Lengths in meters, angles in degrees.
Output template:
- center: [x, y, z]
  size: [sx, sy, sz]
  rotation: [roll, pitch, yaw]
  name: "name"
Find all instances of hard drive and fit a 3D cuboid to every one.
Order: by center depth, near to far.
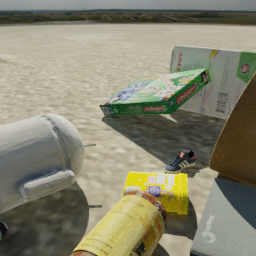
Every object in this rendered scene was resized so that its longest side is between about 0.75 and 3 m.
- center: [2.401, 1.657, 3.996]
  size: [2.678, 0.440, 1.869]
  rotation: [11, 27, 23]
  name: "hard drive"

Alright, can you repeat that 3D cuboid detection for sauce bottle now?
- center: [-0.355, 1.761, 3.350]
  size: [0.857, 0.857, 2.596]
  rotation: [13, 30, 27]
  name: "sauce bottle"

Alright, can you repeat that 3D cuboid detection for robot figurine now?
- center: [-1.883, 0.580, 5.163]
  size: [2.544, 1.437, 2.158]
  rotation: [-20, 38, -36]
  name: "robot figurine"

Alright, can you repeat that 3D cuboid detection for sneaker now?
- center: [1.142, 0.712, 6.167]
  size: [0.875, 0.370, 0.328]
  rotation: [-18, 30, -33]
  name: "sneaker"

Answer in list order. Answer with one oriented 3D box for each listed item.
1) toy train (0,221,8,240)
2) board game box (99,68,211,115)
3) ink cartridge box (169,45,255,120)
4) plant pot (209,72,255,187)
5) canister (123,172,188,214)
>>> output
- center: [-2.252, 1.668, 4.068]
  size: [0.574, 0.429, 1.007]
  rotation: [21, 27, 14]
  name: "toy train"
- center: [0.710, -1.041, 8.393]
  size: [1.960, 0.424, 2.913]
  rotation: [-37, 24, -32]
  name: "board game box"
- center: [2.720, -1.445, 8.788]
  size: [2.759, 2.005, 1.207]
  rotation: [16, 19, 33]
  name: "ink cartridge box"
- center: [3.228, 0.324, 5.072]
  size: [2.565, 2.390, 2.390]
  rotation: [29, 35, 25]
  name: "plant pot"
- center: [0.512, 1.145, 5.096]
  size: [1.102, 0.477, 0.818]
  rotation: [3, 25, 9]
  name: "canister"
